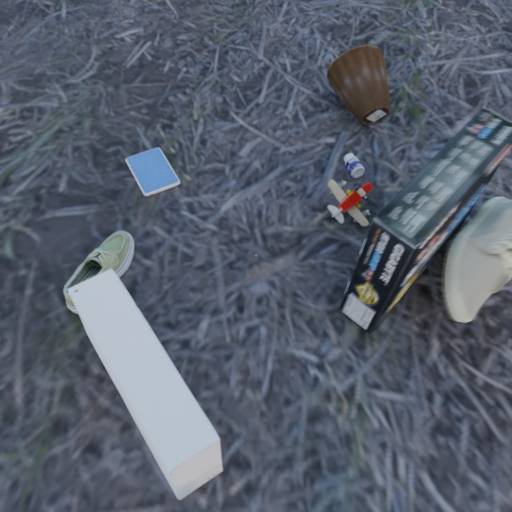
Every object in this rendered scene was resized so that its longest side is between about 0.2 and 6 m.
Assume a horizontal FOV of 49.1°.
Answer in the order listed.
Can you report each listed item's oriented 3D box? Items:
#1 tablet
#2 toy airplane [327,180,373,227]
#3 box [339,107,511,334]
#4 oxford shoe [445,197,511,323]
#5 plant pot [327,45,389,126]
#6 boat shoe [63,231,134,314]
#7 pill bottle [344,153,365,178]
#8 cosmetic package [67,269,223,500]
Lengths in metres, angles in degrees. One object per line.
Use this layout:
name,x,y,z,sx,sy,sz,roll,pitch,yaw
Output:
tablet,-2.357,-1.921,12.706,0.863,0.091,1.326,-23,55,-16
toy airplane,1.954,-1.114,11.764,0.934,0.938,0.662,6,14,13
box,3.017,-0.591,9.976,0.814,2.812,3.538,37,61,19
oxford shoe,4.410,-0.076,10.349,0.993,1.293,3.439,0,34,44
plant pot,2.643,-4.010,13.609,1.430,1.430,1.530,-14,71,-10
boat shoe,-2.972,0.213,10.764,0.711,0.612,1.975,17,55,12
pill bottle,2.201,-2.052,12.658,0.321,0.321,0.536,-15,54,-11
cosmetic package,-1.781,1.945,8.941,0.890,1.450,3.513,-28,59,-19
